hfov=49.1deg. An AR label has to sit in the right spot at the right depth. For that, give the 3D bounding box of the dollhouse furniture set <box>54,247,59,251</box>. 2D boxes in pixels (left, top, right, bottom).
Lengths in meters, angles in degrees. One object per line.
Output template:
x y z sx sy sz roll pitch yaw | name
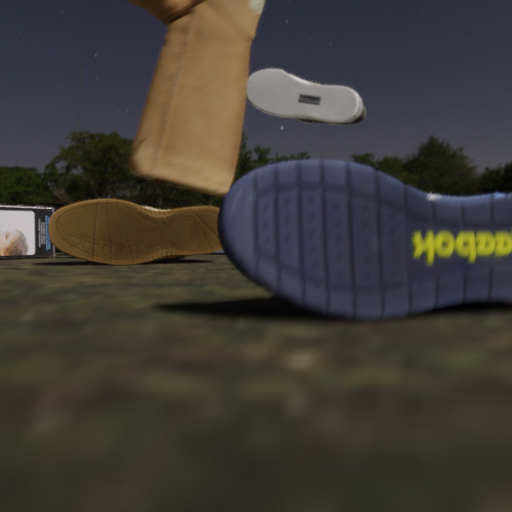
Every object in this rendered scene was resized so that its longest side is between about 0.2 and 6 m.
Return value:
-5.459 -0.526 13.256 1.111 0.840 2.064 1 2 13 | dollhouse furniture set

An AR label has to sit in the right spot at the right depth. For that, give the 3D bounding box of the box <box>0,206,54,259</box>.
-4.953 -0.371 8.916 1.705 0.879 2.923 2 3 35 | box

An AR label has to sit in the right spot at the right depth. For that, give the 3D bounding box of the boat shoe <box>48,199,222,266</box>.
-1.628 -0.262 7.909 2.501 0.926 0.830 2 -10 -25 | boat shoe

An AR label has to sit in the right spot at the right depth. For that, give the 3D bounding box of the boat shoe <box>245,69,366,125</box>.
1.023 -3.285 12.020 2.697 0.953 0.859 21 8 24 | boat shoe

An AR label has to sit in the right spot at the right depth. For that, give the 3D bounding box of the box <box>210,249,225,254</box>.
0.036 -0.427 12.322 3.746 0.706 2.558 0 2 -4 | box

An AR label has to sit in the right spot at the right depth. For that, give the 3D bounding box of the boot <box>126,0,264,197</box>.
-1.454 -2.936 8.840 3.055 3.489 1.154 15 2 24 | boot

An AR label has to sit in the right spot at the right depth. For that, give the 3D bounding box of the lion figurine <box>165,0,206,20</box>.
-0.726 -3.170 6.757 1.108 0.402 0.679 -37 29 26 | lion figurine

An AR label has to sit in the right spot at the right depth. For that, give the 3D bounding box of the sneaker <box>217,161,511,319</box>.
0.737 -0.036 3.153 2.068 0.765 0.851 6 -3 -20 | sneaker
